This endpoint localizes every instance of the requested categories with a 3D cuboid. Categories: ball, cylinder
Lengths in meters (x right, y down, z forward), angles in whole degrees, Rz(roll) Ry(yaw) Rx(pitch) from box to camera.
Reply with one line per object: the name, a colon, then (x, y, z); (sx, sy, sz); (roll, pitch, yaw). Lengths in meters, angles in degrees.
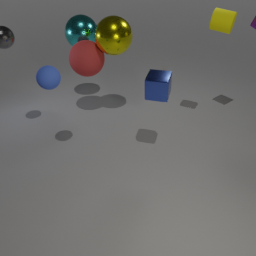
ball: (-1.621, -2.734, 11.043); (1.400, 1.400, 1.400); (0, 32, 0)
cylinder: (3.180, -3.590, 9.386); (0.700, 0.700, 0.700); (22, 37, 18)
ball: (-1.949, -4.019, 11.766); (1.400, 1.400, 1.400); (0, 32, 0)
ball: (-0.525, -3.384, 10.292); (1.400, 1.400, 1.400); (0, 32, 0)
ball: (-3.950, -2.857, 8.839); (0.700, 0.700, 0.700); (0, 32, 0)
ball: (-2.322, -1.469, 8.179); (0.700, 0.700, 0.700); (0, 32, 0)

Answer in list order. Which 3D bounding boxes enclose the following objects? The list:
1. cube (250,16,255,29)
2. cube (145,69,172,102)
cube: (4.937, -3.799, 9.891); (0.700, 0.700, 0.700); (-24, 60, -34)
cube: (0.914, -1.277, 8.433); (0.700, 0.700, 0.700); (8, 41, 14)
